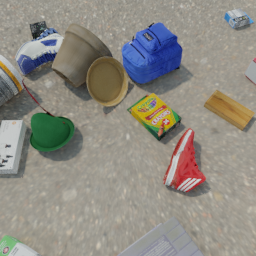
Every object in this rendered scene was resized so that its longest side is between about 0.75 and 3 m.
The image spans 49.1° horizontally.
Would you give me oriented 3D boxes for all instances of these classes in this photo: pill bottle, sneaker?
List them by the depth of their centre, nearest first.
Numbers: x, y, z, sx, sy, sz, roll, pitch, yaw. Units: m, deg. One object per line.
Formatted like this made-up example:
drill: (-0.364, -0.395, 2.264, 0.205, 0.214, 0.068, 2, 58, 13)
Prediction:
sneaker: (2.134, 1.168, 9.577, 1.263, 0.856, 2.186, 25, 75, 4)
pill bottle: (-5.443, -1.347, 10.432, 1.626, 1.626, 2.794, 38, 68, 19)
sneaker: (-3.392, -3.170, 11.811, 1.460, 1.022, 2.529, 29, 63, 18)

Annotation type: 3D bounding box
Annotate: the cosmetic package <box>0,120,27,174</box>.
cosmetic package: (-4.217, 0.644, 9.943, 0.795, 0.488, 1.925, 0, 60, -1)

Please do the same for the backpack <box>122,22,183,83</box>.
backpack: (0.820, -3.050, 11.312, 2.193, 1.840, 1.782, -31, 58, -12)

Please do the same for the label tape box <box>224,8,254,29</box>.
label tape box: (5.350, -5.288, 13.385, 1.172, 0.388, 0.840, -20, 62, -9)

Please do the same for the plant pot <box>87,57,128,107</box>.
plant pot: (-0.809, -1.782, 10.821, 1.895, 1.895, 0.260, -48, 31, -23)

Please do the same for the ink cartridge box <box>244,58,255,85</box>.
ink cartridge box: (6.364, -2.456, 11.394, 2.444, 1.019, 1.775, -31, 65, -16)

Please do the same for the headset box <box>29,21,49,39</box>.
headset box: (-4.074, -4.532, 12.957, 0.801, 0.372, 0.697, -16, 61, -9)

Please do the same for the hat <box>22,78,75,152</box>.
hat: (-3.014, -0.377, 9.615, 1.981, 1.743, 1.641, 14, 54, 26)

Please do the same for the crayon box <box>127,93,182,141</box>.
crayon box: (0.952, -0.534, 10.628, 1.173, 0.469, 1.848, -38, 67, -19)

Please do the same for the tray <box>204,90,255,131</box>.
tray: (3.903, -0.718, 10.824, 1.709, 0.316, 0.843, 36, 66, 20)

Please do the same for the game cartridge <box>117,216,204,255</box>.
game cartridge: (0.752, 4.046, 8.028, 2.792, 0.536, 1.810, -31, 61, -16)

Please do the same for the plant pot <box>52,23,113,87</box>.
plant pot: (-1.993, -2.722, 11.153, 2.129, 2.129, 1.847, 34, 82, 18)

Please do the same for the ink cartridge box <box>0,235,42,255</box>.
ink cartridge box: (-2.966, 4.123, 7.764, 1.936, 0.814, 1.413, 25, 63, 13)
